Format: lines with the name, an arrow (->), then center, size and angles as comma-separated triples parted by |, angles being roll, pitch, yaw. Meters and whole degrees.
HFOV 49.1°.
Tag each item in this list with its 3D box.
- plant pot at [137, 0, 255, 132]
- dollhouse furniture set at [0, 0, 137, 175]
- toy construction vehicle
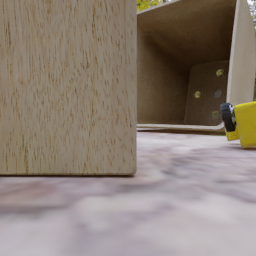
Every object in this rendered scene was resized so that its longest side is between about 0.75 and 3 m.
plant pot -> 1.744, -1.256, 7.167 | 2.993, 2.997, 2.653 | 2, -9, 42
dollhouse furniture set -> -1.293, -0.940, 3.037 | 2.727, 2.336, 2.867 | 0, 2, 1
toy construction vehicle -> 2.206, -0.053, 3.584 | 1.796, 0.726, 2.063 | -11, -5, 22
